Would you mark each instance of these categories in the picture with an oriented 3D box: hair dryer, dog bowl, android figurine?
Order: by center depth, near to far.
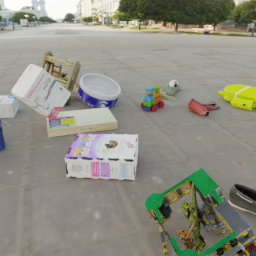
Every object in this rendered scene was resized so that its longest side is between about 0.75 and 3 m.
[{"bbox_3d":[3.516,-1.020,12.908,1.484,0.529,1.949,8,26,15],"label":"hair dryer"},{"bbox_3d":[-1.394,-1.787,13.496,1.978,0.779,1.978,15,35,-11],"label":"dog bowl"},{"bbox_3d":[6.114,-1.572,14.050,3.000,0.616,2.731,19,30,35],"label":"android figurine"}]

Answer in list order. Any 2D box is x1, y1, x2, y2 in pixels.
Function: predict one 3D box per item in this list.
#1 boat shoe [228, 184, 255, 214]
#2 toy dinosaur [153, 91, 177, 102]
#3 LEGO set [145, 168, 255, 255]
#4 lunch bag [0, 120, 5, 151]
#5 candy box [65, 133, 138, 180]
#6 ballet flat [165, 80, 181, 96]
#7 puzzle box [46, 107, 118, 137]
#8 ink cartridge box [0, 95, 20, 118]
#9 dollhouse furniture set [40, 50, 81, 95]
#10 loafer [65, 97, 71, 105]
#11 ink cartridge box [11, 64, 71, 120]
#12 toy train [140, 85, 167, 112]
[{"bbox_3d":[3.254,1.794,6.516,1.787,0.509,0.597,14,27,29],"label":"boat shoe"},{"bbox_3d":[1.670,-1.742,14.549,0.932,0.536,1.843,-16,28,-35],"label":"toy dinosaur"},{"bbox_3d":[1.512,2.065,5.492,1.835,1.383,2.387,-37,29,-7],"label":"LEGO set"},{"bbox_3d":[-5.059,0.202,9.029,1.433,1.396,2.109,10,26,22],"label":"lunch bag"},{"bbox_3d":[-0.708,0.812,8.499,1.984,0.710,1.664,2,24,5],"label":"candy box"},{"bbox_3d":[2.573,-2.393,15.863,0.692,0.654,2.054,9,25,18],"label":"ballet flat"},{"bbox_3d":[-1.945,-0.290,11.458,2.704,0.344,1.799,-7,25,-15],"label":"puzzle box"},{"bbox_3d":[-5.879,-0.951,12.498,1.695,0.717,1.225,-2,24,-7],"label":"ink cartridge box"},{"bbox_3d":[-2.931,-2.895,15.415,2.903,1.614,2.568,21,9,6],"label":"dollhouse furniture set"},{"bbox_3d":[-3.843,-1.722,14.038,0.856,0.881,2.412,-20,30,-40],"label":"loafer"},{"bbox_3d":[-3.150,-1.279,10.339,0.741,1.312,1.790,24,-12,32],"label":"ink cartridge box"},{"bbox_3d":[1.383,-1.552,13.400,0.799,1.092,1.888,18,29,33],"label":"toy train"}]
